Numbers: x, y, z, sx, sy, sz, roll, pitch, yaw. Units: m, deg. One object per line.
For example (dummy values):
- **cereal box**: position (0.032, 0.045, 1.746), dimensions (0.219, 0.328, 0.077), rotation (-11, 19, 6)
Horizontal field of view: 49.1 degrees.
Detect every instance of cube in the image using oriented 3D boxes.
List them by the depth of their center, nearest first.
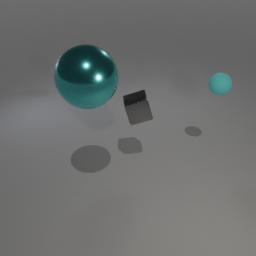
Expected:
- **cube**: position (0.291, -0.614, 8.353), dimensions (0.700, 0.700, 0.700), rotation (-16, 31, 5)

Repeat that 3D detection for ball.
- **ball**: position (-0.909, -1.116, 6.179), dimensions (1.400, 1.400, 1.400), rotation (0, 31, 0)
- **ball**: position (2.889, -1.377, 8.778), dimensions (0.700, 0.700, 0.700), rotation (0, 31, 0)
